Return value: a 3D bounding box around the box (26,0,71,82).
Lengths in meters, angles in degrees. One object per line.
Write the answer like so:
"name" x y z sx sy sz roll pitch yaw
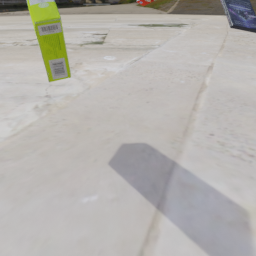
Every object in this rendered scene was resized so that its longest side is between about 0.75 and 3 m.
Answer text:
"box" -2.103 -2.651 7.107 0.642 1.643 2.695 -15 53 -13

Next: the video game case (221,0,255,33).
"video game case" 3.102 -3.318 7.832 1.044 0.139 1.461 1 67 -22

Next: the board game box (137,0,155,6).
"board game box" 0.824 -4.211 8.064 0.281 1.068 1.396 20 4 -25
